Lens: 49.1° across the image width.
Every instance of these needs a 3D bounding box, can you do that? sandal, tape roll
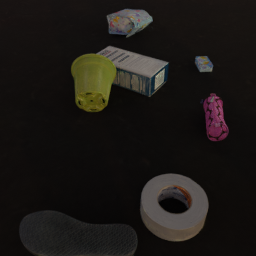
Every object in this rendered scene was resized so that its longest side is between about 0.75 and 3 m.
[{"bbox_3d":[-0.993,2.234,5.504,2.318,0.496,0.882,11,47,-2],"label":"sandal"},{"bbox_3d":[0.984,1.678,6.085,1.428,0.472,1.428,0,40,0],"label":"tape roll"}]

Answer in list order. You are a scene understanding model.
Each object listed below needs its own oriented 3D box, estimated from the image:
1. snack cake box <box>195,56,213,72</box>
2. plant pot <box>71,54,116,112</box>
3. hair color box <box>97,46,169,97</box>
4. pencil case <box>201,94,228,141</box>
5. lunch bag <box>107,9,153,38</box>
[{"bbox_3d":[3.074,-2.604,11.380,0.487,0.284,0.847,-2,39,-4],"label":"snack cake box"},{"bbox_3d":[-1.134,-1.349,9.079,1.529,1.529,1.406,-1,54,-1],"label":"plant pot"},{"bbox_3d":[0.001,-2.174,10.439,2.694,0.815,1.347,23,45,26],"label":"hair color box"},{"bbox_3d":[2.578,-0.339,8.327,0.689,0.711,1.518,3,40,5],"label":"pencil case"},{"bbox_3d":[0.101,-5.219,13.902,1.778,1.130,1.507,16,40,33],"label":"lunch bag"}]
